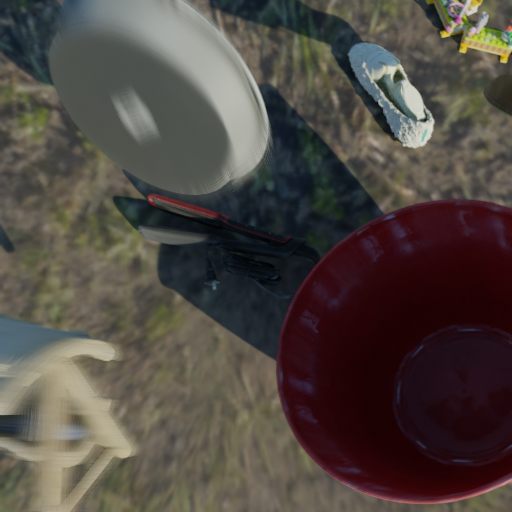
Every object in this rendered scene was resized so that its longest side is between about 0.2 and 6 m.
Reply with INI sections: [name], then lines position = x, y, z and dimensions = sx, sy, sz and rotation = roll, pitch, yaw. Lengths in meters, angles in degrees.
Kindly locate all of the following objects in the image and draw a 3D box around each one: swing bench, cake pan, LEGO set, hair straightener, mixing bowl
[swing bench]
position = -2.315, 1.193, 4.823
dimensions = 1.956, 1.967, 1.276
rotation = 14, 35, 18
[cake pan]
position = -1.046, -1.490, 5.563
dimensions = 2.401, 2.401, 0.440
rotation = 26, 62, 7
[LEGO set]
position = 3.537, -3.825, 8.695
dimensions = 1.078, 0.873, 2.344
rotation = -37, 77, -10
[hair straightener]
position = -0.357, 0.015, 7.867
dimensions = 2.802, 0.573, 1.078
rotation = 18, 75, 0
[mixing bowl]
position = 2.118, 1.253, 6.449
dimensions = 3.407, 1.846, 3.407
rotation = -22, 46, 24

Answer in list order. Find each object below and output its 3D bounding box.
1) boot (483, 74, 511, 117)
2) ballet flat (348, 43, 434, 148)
[boot]
position = 3.137, -1.821, 6.093
dimensions = 0.839, 2.278, 0.860
rotation = 18, 116, 0
[ballet flat]
position = 2.102, -2.576, 8.468
dimensions = 0.718, 0.718, 2.001
rotation = -27, 75, -7
